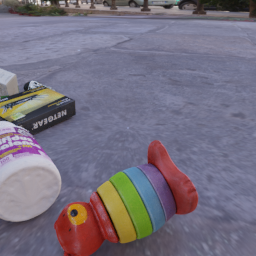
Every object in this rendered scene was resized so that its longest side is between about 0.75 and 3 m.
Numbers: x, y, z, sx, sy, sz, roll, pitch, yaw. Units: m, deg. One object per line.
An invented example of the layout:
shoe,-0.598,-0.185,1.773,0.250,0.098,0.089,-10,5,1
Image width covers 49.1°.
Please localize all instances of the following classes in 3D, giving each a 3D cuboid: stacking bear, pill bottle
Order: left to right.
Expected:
pill bottle,-2.350,0.700,5.691,1.282,1.282,2.283,-17,32,-30
stacking bear,-0.136,1.294,4.489,2.090,1.188,1.269,-23,49,-14

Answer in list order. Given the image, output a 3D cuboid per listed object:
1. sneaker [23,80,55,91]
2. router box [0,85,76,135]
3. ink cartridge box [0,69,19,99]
sneaker,-3.576,-1.398,10.710,1.649,0.611,0.730,16,30,31
router box,-3.053,-0.568,8.859,1.734,0.576,2.205,25,37,30
ink cartridge box,-4.588,-1.540,9.633,1.462,1.072,0.607,21,52,5
